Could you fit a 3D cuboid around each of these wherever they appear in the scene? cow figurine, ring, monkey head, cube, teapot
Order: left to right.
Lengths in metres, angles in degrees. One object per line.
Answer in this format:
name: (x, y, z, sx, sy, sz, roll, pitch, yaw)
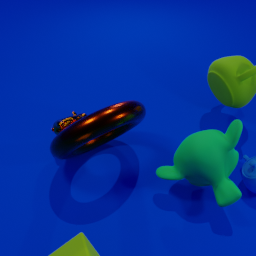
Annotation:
cow figurine: (-1.323, -0.075, 6.485, 0.957, 0.526, 0.942, -16, 12, -27)
cube: (-0.706, 2.119, 3.880, 0.769, 0.769, 0.769, -34, 15, -11)
ring: (-0.580, 0.057, 5.662, 2.073, 2.073, 0.415, -24, 83, -24)
monkey head: (1.486, 0.700, 5.142, 1.809, 1.090, 1.301, -35, 33, 16)
teapot: (2.568, -1.155, 6.737, 1.009, 2.061, 1.282, -32, 90, -3)
teapot: (2.599, 0.883, 5.460, 0.784, 0.617, 1.261, -41, 20, 10)
